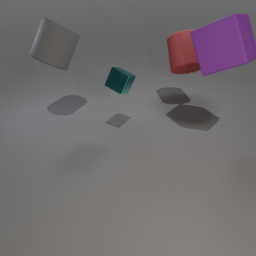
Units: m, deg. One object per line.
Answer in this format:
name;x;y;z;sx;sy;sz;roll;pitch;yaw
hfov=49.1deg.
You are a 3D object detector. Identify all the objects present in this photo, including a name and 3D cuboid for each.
cylinder;2.380;-3.087;11.535;1.400;1.400;1.400;-6;-5;-1
cube;2.996;-2.564;8.647;1.400;1.400;1.400;-11;11;40
cylinder;-2.577;-2.969;9.957;1.400;1.400;1.400;24;12;-5
cube;-0.261;-1.628;9.619;0.700;0.700;0.700;31;21;13
